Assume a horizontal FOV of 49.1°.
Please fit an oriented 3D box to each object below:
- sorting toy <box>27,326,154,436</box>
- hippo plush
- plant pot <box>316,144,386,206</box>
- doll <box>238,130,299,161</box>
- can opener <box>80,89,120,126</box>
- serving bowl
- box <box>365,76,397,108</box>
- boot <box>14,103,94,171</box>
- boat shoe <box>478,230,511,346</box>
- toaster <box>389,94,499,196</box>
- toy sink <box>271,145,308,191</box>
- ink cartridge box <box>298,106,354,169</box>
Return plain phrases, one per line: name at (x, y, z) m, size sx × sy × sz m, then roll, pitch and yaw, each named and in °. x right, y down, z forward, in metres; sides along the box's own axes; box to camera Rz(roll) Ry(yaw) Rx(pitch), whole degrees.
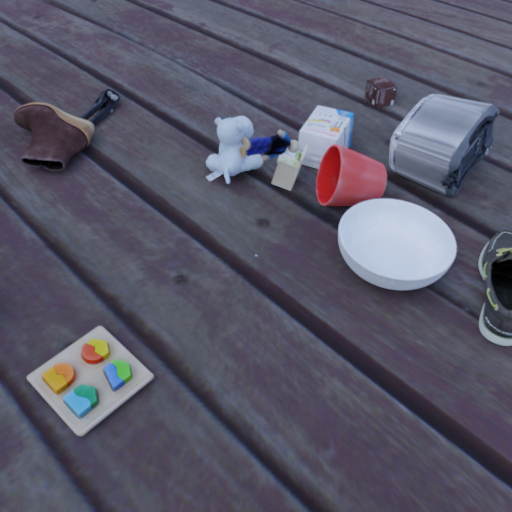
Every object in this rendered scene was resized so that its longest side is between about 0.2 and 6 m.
sorting toy at (-2.642, 1.894, 8.895) m, size 1.558 × 0.284 × 1.442 m, roll 33°, pitch 53°, yaw 29°
hippo plush at (-0.641, -2.466, 12.411) m, size 1.221 × 1.233 × 1.533 m, roll 15°, pitch 32°, yaw 35°
plant pot at (2.019, -1.603, 11.787) m, size 1.141 × 1.290 × 1.290 m, roll 8°, pitch 42°, yaw -17°
doll at (0.291, -2.208, 11.373) m, size 1.293 × 0.882 × 0.313 m, roll -9°, pitch 64°, yaw -26°
can opener at (-4.065, -3.803, 14.610) m, size 0.513 × 0.636 × 1.618 m, roll 37°, pitch 47°, yaw -19°
serving bowl at (2.587, -0.127, 10.603) m, size 2.183 × 0.718 × 2.183 m, roll 2°, pitch 46°, yaw -2°
box at (3.361, -4.422, 15.092) m, size 0.549 × 0.554 × 0.668 m, roll -17°, pitch 47°, yaw -17°
boot at (-5.134, -2.837, 13.312) m, size 2.184 × 0.790 × 1.816 m, roll 12°, pitch 44°, yaw 8°
boat shoe at (4.564, 0.363, 10.069) m, size 0.951 × 0.803 × 2.667 m, roll 13°, pitch 46°, yaw 12°
toaster at (4.089, -2.465, 12.454) m, size 1.654 × 1.455 × 2.560 m, roll 27°, pitch 63°, yaw 29°
toy sink at (0.721, -2.022, 12.343) m, size 0.517 × 0.922 × 0.601 m, roll 21°, pitch 47°, yaw 0°
ink cartridge box at (1.620, -2.745, 13.123) m, size 0.939 × 0.922 × 1.275 m, roll 17°, pitch 47°, yaw 17°
